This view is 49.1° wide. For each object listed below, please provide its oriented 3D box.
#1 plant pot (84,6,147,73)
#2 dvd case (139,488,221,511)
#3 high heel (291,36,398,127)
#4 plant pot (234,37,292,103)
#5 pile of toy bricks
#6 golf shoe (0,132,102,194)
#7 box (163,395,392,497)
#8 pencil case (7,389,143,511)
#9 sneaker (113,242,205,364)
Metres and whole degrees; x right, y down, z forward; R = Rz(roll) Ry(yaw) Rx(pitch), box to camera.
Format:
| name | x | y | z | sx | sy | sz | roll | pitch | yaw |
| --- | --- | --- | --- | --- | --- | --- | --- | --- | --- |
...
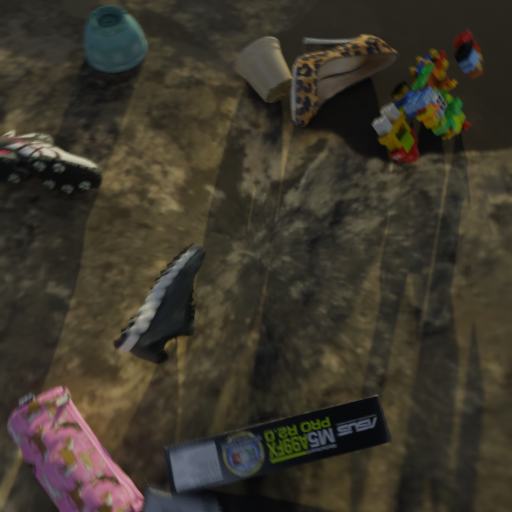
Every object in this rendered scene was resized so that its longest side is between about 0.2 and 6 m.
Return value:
| name | x | y | z | sx | sy | sz | roll | pitch | yaw |
| --- | --- | --- | --- | --- | --- | --- | --- | --- | --- |
| plant pot | -2.808 | -4.323 | 10.937 | 1.213 | 0.813 | 1.213 | 0 | 63 | -1 |
| dvd case | -1.077 | 3.679 | 6.844 | 1.052 | 0.173 | 1.400 | 26 | 66 | -24 |
| high heel | 1.628 | -3.211 | 10.267 | 1.829 | 0.916 | 2.566 | 7 | 54 | 11 |
| plant pot | 0.215 | -3.399 | 10.480 | 0.965 | 0.965 | 0.884 | -27 | 78 | -13 |
| pile of toy bricks | 3.328 | -2.699 | 10.011 | 1.324 | 1.488 | 2.682 | 48 | 54 | -19 |
| golf shoe | -3.608 | -1.691 | 9.619 | 2.118 | 0.818 | 0.933 | 11 | 57 | 5 |
| box | 0.240 | 2.290 | 6.826 | 2.426 | 1.943 | 0.537 | -12 | 72 | -4 |
| pencil case | -2.351 | 2.728 | 7.305 | 0.872 | 0.912 | 2.107 | -25 | 63 | -42 |
| sneaker | -1.211 | 0.749 | 8.376 | 0.903 | 0.663 | 1.995 | 37 | 68 | -14 |
